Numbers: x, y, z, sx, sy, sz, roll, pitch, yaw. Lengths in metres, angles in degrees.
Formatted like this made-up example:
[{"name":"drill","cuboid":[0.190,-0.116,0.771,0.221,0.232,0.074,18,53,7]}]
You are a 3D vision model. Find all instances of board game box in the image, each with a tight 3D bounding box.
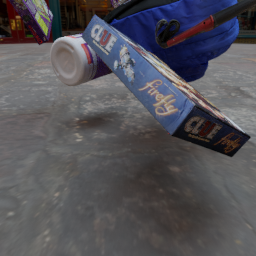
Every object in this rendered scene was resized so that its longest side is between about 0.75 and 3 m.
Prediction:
[{"name":"board game box","cuboid":[0.566,-0.738,4.705,1.884,0.481,2.780,17,27,-47]},{"name":"board game box","cuboid":[-3.105,-3.972,9.131,0.451,1.677,2.794,-21,37,5]}]

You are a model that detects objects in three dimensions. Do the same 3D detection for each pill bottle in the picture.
[{"name":"pill bottle","cuboid":[-1.059,-2.320,8.946,1.422,1.422,2.552,15,30,33]}]

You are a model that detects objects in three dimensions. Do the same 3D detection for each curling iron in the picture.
[{"name":"curling iron","cuboid":[1.496,-2.074,5.273,2.270,0.563,0.290,-11,22,31]}]

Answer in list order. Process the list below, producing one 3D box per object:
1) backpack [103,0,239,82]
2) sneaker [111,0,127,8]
[{"name":"backpack","cuboid":[1.255,-2.451,7.082,2.965,2.488,2.409,-14,34,26]},{"name":"sneaker","cuboid":[-0.231,-4.917,11.374,0.926,2.094,0.842,31,64,32]}]
